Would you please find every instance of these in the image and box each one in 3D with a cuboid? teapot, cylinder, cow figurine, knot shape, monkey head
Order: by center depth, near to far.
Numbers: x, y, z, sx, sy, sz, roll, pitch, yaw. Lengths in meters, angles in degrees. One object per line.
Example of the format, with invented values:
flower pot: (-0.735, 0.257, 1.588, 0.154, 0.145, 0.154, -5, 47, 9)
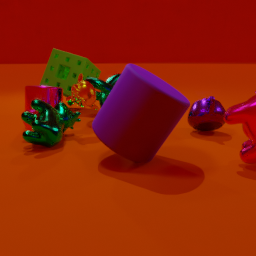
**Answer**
cow figurine: (2.661, 0.062, 4.731, 1.623, 1.649, 0.905, -23, 2, 30)
cylinder: (0.222, -0.267, 5.128, 1.323, 1.323, 1.323, 29, 18, -11)
cow figurine: (-1.681, -0.076, 6.430, 1.427, 0.796, 1.450, 27, 28, -39)
teapot: (-2.216, -0.199, 6.881, 0.550, 0.698, 1.123, -35, -10, -34)
monkey head: (-1.142, -0.797, 6.895, 0.723, 1.005, 0.605, -20, 8, 42)
teapot: (2.012, -0.367, 7.202, 0.986, 0.777, 1.586, 0, -20, 4)
cylinder: (-2.362, -0.644, 7.898, 1.033, 1.033, 1.033, 2, 6, 0)
knot shape: (-0.332, -1.000, 8.240, 1.926, 0.890, 1.802, -2, 24, -19)

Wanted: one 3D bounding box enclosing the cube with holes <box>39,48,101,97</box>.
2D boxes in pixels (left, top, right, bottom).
cube with holes: (-2.072, -1.845, 10.307, 1.393, 1.393, 1.393, 20, -2, 16)
